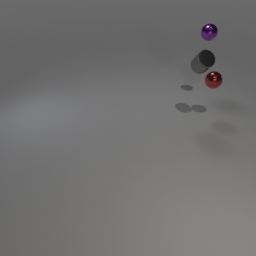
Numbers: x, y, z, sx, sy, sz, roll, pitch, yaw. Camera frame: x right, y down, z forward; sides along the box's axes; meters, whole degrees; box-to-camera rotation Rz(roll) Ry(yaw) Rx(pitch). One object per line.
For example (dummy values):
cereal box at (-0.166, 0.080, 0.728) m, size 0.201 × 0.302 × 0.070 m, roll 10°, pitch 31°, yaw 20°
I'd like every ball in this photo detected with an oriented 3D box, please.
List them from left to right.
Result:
ball at (3.456, -4.066, 11.899) m, size 0.700 × 0.700 × 0.700 m, roll 0°, pitch 32°, yaw 0°
ball at (3.473, -1.947, 11.354) m, size 0.700 × 0.700 × 0.700 m, roll 0°, pitch 32°, yaw 0°

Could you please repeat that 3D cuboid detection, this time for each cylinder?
cylinder at (2.825, -2.495, 10.592) m, size 0.700 × 0.700 × 0.700 m, roll -8°, pitch -9°, yaw -12°
